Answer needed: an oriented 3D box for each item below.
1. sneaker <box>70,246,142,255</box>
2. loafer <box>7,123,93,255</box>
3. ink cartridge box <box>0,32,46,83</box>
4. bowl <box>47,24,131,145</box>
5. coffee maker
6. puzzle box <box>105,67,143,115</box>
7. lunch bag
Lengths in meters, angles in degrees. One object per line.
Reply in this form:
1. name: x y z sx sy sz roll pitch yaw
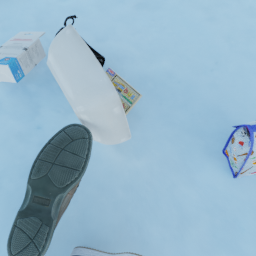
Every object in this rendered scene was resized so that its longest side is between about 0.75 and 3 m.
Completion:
1. sneaker: -0.372 2.711 4.819 1.884 0.660 1.022 -3 28 25
2. loafer: -1.513 1.230 5.619 0.996 0.872 2.773 22 74 2
3. ink cartridge box: -3.333 -2.201 8.537 1.125 0.648 1.942 9 47 22
4. bowl: -0.955 -0.785 6.626 0.937 2.508 2.512 -31 65 -7
5. coffee maker: -1.486 -2.238 8.256 1.015 1.447 1.507 -31 61 -28
6. puzzle box: -0.313 -0.972 7.679 1.238 0.157 0.824 41 98 12
7. lunch bag: 3.056 0.305 6.313 1.373 1.615 1.000 -12 56 -5
